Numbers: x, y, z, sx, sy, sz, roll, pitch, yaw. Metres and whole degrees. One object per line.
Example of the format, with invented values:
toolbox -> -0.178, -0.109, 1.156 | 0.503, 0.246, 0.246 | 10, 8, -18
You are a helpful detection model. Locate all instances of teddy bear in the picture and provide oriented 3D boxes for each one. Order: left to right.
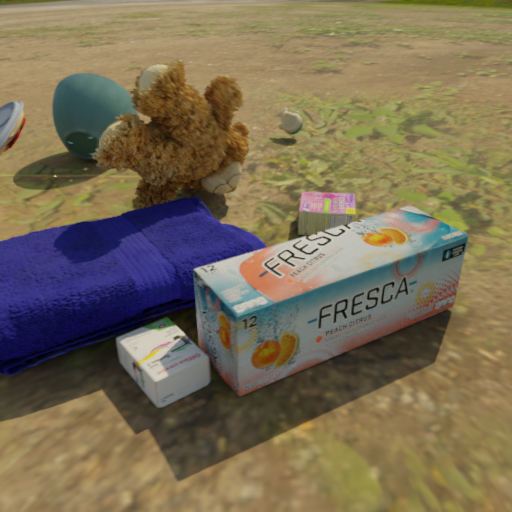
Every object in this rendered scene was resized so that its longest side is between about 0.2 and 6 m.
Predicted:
teddy bear -> -1.270, -2.000, 10.381 | 1.405, 4.207, 3.050 | 34, 79, 17

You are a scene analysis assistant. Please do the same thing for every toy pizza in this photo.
toy pizza -> -5.631, -1.981, 11.475 | 2.848, 0.451, 2.848 | -27, 42, 27

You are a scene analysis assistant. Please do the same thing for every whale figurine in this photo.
whale figurine -> 0.927, -3.663, 15.283 | 0.697, 0.455, 0.876 | -40, 55, 9

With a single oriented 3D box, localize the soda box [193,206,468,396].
soda box -> 1.072, 0.465, 7.707 | 3.793, 1.297, 1.206 | -17, 34, -26

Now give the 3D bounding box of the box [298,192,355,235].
box -> 1.345, -0.799, 10.680 | 1.048, 0.507, 0.922 | 4, 31, 7

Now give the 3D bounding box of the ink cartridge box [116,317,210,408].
ink cartridge box -> -1.178, 1.322, 7.101 | 0.766, 0.444, 1.058 | -21, 36, -32

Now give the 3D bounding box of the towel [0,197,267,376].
towel -> -2.177, 0.264, 8.536 | 4.123, 1.021, 3.044 | -15, 27, -24

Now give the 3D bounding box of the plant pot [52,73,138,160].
plant pot -> -4.007, -3.154, 13.540 | 2.036, 2.036, 1.371 | 2, 56, 3
